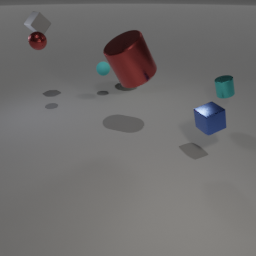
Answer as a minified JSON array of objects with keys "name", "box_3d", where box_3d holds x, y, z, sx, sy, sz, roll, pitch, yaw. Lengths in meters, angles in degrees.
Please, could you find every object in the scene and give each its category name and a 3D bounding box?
[{"name":"cylinder","box_3d":[0.089,-2.317,9.466,1.400,1.400,1.400,-19,39,17]},{"name":"cylinder","box_3d":[3.810,-1.624,11.041,0.700,0.700,0.700,-14,28,8]},{"name":"ball","box_3d":[-3.514,-3.393,10.903,0.700,0.700,0.700,0,27,0]},{"name":"cube","box_3d":[2.570,-0.301,8.787,0.700,0.700,0.700,-23,32,-11]},{"name":"ball","box_3d":[-1.265,-3.024,14.283,0.700,0.700,0.700,0,27,0]},{"name":"cube","box_3d":[-3.918,-4.527,12.148,0.700,0.700,0.700,27,82,43]}]
